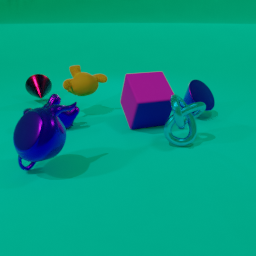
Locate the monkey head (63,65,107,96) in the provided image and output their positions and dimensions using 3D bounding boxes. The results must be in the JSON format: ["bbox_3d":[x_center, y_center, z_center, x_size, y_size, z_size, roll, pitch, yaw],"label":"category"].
[{"bbox_3d":[-1.510,-1.582,9.123,1.540,1.108,0.928,-17,3,-30],"label":"monkey head"}]

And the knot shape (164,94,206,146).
[{"bbox_3d":[1.380,-0.148,7.041,1.304,1.220,0.603,12,6,-42],"label":"knot shape"}]

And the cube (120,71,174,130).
[{"bbox_3d":[0.539,-0.805,8.147,1.160,1.160,1.160,-7,54,-17],"label":"cube"}]

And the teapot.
[{"bbox_3d":[-1.727,0.125,5.816,1.131,1.819,0.891,37,6,37],"label":"teapot"}]

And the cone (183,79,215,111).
[{"bbox_3d":[2.041,-0.831,9.226,1.113,1.113,1.117,-21,-10,-41],"label":"cone"}]

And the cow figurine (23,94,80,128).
[{"bbox_3d":[-2.233,-0.274,7.964,1.409,1.386,0.773,30,2,-26],"label":"cow figurine"}]

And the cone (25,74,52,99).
[{"bbox_3d":[-3.222,-1.324,10.256,0.972,0.972,0.976,-8,38,-18],"label":"cone"}]
